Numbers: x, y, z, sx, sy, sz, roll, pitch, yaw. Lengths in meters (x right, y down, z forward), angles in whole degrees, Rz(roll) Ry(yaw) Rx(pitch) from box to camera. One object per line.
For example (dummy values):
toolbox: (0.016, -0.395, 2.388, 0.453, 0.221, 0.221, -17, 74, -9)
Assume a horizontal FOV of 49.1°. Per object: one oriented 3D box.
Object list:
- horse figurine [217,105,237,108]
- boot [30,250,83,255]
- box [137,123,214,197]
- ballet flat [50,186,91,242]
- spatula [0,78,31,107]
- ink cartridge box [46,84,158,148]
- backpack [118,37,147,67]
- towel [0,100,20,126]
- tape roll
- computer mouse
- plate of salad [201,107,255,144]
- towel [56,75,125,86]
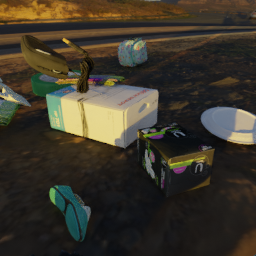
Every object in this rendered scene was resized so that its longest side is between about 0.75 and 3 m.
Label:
horse figurine: (3.580, -0.599, 9.852, 0.923, 0.230, 0.612, -1, 28, -5)
boot: (-1.202, 2.484, 2.463, 2.298, 1.038, 2.804, -7, 23, -16)
box: (1.007, 0.639, 6.380, 1.132, 0.947, 1.524, -10, 27, -20)
ballet flat: (-0.980, 1.491, 5.191, 0.500, 0.478, 1.421, -1, 23, -36)
spatula: (-4.086, -1.417, 7.827, 1.944, 0.225, 2.796, 43, 4, 19)
ink cartridge box: (-0.747, -0.592, 8.680, 2.808, 1.206, 2.056, 15, 29, 29)
backpack: (0.261, -4.391, 16.375, 1.326, 1.563, 1.761, 20, 39, 40)
towel: (-5.149, -0.798, 9.311, 2.671, 0.410, 1.992, 9, 22, -14)
tape roll: (-2.949, -2.013, 12.422, 2.526, 0.607, 2.526, -1, 25, 0)
computer mouse: (-1.994, -1.853, 7.481, 2.325, 1.633, 0.535, 35, 56, -2)
plate of salad: (3.193, -0.054, 8.428, 2.005, 0.481, 2.005, 2, 35, -2)
towel: (-1.233, -1.650, 9.609, 2.082, 0.237, 1.495, 3, 15, 10)
